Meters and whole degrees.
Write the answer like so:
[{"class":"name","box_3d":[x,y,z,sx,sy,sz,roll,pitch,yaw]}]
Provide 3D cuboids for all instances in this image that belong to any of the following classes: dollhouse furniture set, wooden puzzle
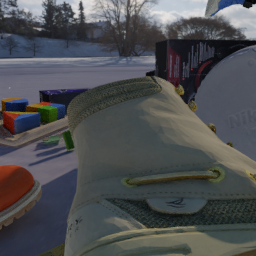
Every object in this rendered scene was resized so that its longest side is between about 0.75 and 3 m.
[{"class":"dollhouse furniture set","box_3d":[-1.332,0.270,5.697,0.466,0.360,0.933,-21,6,-38]},{"class":"wooden puzzle","box_3d":[-2.810,-0.300,6.932,2.642,0.612,2.447,6,16,21]}]

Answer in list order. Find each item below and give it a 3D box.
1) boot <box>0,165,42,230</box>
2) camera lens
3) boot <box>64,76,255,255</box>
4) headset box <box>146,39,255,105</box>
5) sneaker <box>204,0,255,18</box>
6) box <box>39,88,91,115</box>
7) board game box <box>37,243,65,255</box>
[{"class":"boot","box_3d":[-2.107,0.475,2.672,2.448,1.313,0.918,-5,14,-23]},{"class":"camera lens","box_3d":[2.371,-0.408,4.722,1.937,1.937,2.421,10,19,33]},{"class":"boot","box_3d":[0.852,0.367,2.410,2.767,1.007,2.150,-1,33,-12]},{"class":"headset box","box_3d":[1.794,-0.956,6.505,2.813,2.090,1.055,-3,14,-9]},{"class":"sneaker","box_3d":[3.167,-3.850,8.361,1.256,0.867,2.258,11,-4,-2]},{"class":"box","box_3d":[-1.828,-0.883,9.070,1.753,0.691,1.237,-9,20,-30]},{"class":"board game box","box_3d":[-0.161,1.145,2.163,1.324,0.229,0.897,-11,18,-38]}]
